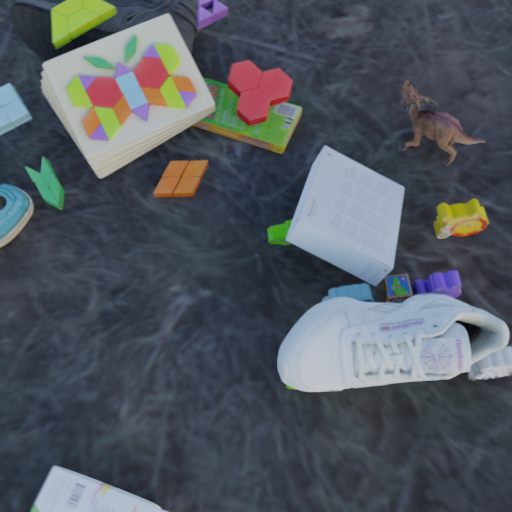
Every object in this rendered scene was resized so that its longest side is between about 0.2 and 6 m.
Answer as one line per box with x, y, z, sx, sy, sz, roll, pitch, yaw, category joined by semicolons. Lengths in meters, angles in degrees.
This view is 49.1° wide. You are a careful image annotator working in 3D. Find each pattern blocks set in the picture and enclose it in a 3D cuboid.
-2.037;-2.684;9.186;4.404;0.357;3.871;-41;86;-9;pattern blocks set

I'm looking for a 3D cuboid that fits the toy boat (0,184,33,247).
-4.315;-0.738;8.641;1.498;0.696;1.259;28;66;14;toy boat

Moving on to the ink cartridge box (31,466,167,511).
-1.789;3.248;6.575;1.670;0.562;0.978;17;63;9;ink cartridge box

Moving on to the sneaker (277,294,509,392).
1.665;1.009;6.744;2.867;1.428;1.073;-11;97;-18;sneaker

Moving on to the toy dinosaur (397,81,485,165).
2.943;-2.163;9.151;1.564;1.060;0.671;26;60;23;toy dinosaur

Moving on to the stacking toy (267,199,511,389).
1.876;0.565;7.928;3.250;0.764;2.450;-6;64;4;stacking toy

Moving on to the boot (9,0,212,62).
-2.603;-4.429;10.513;3.331;1.163;2.193;17;60;-3;boot

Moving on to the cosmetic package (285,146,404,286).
1.346;-0.638;8.137;1.433;0.491;1.900;29;45;-6;cosmetic package

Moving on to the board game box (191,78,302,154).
-0.307;-2.494;9.824;2.009;0.301;0.960;21;64;8;board game box
